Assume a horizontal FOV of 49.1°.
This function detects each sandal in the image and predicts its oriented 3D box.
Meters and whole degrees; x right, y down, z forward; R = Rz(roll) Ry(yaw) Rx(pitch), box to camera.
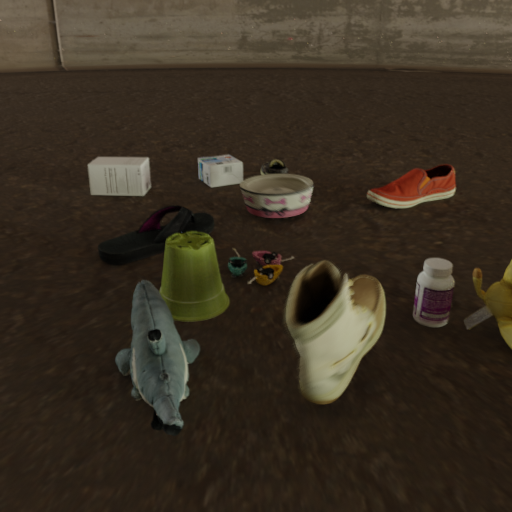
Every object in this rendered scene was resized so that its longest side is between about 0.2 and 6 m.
[{"bbox_3d":[-1.883,-0.545,11.293,1.037,0.660,2.758,20,31,37],"label":"sandal"}]

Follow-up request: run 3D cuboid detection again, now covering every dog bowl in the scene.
[{"bbox_3d":[0.475,-1.382,12.909,1.692,0.624,1.692,-2,23,1],"label":"dog bowl"}]

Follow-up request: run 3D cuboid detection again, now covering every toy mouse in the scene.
[{"bbox_3d":[-0.033,0.181,10.146,1.438,0.278,1.278,-20,32,-38],"label":"toy mouse"}]

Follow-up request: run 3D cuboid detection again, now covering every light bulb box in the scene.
[{"bbox_3d":[-0.990,-2.339,15.359,0.972,0.612,0.980,-11,26,-23],"label":"light bulb box"}]

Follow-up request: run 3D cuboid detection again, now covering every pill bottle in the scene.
[{"bbox_3d":[2.700,0.547,8.487,0.543,0.967,0.543,0,25,0],"label":"pill bottle"}]

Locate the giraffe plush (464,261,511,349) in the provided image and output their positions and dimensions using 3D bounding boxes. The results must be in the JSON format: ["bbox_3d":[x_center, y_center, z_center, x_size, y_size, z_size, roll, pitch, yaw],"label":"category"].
[{"bbox_3d":[4.183,0.700,8.010,1.500,1.596,1.850,0,-13,-25],"label":"giraffe plush"}]

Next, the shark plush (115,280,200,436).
[{"bbox_3d":[-1.305,1.271,6.781,1.133,1.039,2.494,-1,24,-3],"label":"shark plush"}]

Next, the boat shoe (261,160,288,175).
[{"bbox_3d":[0.570,-2.369,15.450,0.665,0.589,1.818,-7,25,-16],"label":"boat shoe"}]

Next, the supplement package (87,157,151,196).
[{"bbox_3d":[-3.510,-2.055,14.458,1.379,0.826,0.836,2,24,4],"label":"supplement package"}]

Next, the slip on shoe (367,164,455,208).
[{"bbox_3d":[3.842,-1.741,13.794,2.674,0.818,0.990,-14,29,-24],"label":"slip on shoe"}]

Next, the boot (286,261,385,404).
[{"bbox_3d":[0.992,0.584,6.676,0.700,1.503,1.944,12,48,31],"label":"boot"}]

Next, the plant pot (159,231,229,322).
[{"bbox_3d":[-1.039,0.252,8.942,1.204,1.143,1.204,0,23,0],"label":"plant pot"}]
